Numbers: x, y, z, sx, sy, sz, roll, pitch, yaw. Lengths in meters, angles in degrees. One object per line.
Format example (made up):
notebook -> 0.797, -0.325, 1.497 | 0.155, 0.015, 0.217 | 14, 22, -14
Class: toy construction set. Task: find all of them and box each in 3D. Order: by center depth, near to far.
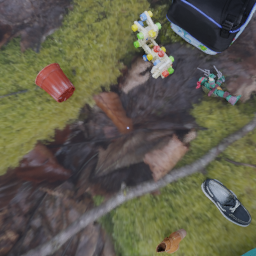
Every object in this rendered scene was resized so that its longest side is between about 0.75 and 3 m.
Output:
toy construction set -> 0.813, -2.240, 8.124 | 0.918, 1.306, 1.993 | -17, 69, -7

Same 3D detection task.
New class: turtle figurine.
turtle figurine -> 2.557, -1.205, 8.074 | 1.421, 0.715, 1.064 | 41, 33, 13

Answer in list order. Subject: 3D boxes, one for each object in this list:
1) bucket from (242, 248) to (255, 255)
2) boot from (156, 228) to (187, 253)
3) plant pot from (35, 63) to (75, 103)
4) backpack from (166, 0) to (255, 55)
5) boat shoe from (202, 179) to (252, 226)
bucket -> 2.666, 3.390, 5.645 | 1.978, 1.978, 1.287 | -31, 68, -12
boot -> 0.879, 2.639, 6.284 | 0.695, 0.899, 0.331 | -14, 46, -41
plant pot -> -2.027, -1.242, 8.031 | 0.877, 0.877, 0.853 | -42, 82, -15
backpack -> 2.567, -3.676, 8.386 | 2.262, 1.817, 2.472 | 36, 72, 6
boat shoe -> 2.471, 1.852, 6.966 | 1.469, 0.443, 0.555 | 38, 73, 14
